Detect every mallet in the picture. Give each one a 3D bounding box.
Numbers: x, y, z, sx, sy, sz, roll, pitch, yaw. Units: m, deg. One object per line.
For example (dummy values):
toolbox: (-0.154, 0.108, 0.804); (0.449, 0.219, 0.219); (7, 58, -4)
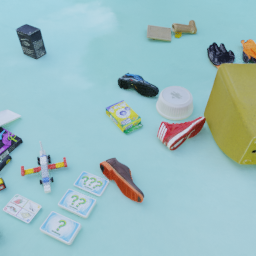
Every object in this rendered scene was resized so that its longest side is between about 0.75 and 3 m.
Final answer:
mallet: (-4.175, 1.574, 8.017); (0.501, 0.801, 2.433); (13, 48, 12)

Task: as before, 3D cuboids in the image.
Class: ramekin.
ramekin: (1.780, -0.991, 10.529); (1.419, 0.661, 1.419); (-1, 47, 1)

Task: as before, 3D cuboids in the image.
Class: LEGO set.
LEGO set: (-2.331, 1.656, 8.037); (2.971, 0.729, 2.219); (19, 46, 17)

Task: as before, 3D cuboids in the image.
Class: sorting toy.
sorting toy: (1.889, -4.850, 14.509); (1.825, 0.244, 1.360); (8, 46, -2)

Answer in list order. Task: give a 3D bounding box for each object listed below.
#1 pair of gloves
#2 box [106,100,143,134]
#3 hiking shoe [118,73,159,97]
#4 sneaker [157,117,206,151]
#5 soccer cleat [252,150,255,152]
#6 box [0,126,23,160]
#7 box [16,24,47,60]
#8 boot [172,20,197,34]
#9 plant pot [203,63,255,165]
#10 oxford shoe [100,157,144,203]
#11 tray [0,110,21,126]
pair of gloves: (5.081, -3.294, 12.962); (2.661, 0.329, 2.370); (-6, 48, -1)
box: (-0.132, -0.394, 10.203); (0.819, 0.337, 1.395); (-27, 54, -23)
hiking shoe: (0.493, -1.838, 11.322); (1.818, 0.676, 0.788); (23, 52, 20)
sneaker: (1.769, -0.085, 9.661); (1.829, 0.716, 1.056); (-30, 55, -27)
soccer cleat: (3.640, -0.271, 9.385); (1.086, 0.970, 2.799); (-4, 45, -4)
box: (-4.393, 0.443, 9.464); (1.345, 0.243, 0.962); (23, 50, 23)
box: (-4.446, -3.979, 12.922); (0.955, 1.291, 0.673); (27, 52, 23)
boot: (2.920, -5.388, 14.739); (1.263, 0.418, 1.106); (2, 46, -10)
plant pot: (4.048, -0.263, 8.730); (2.466, 2.450, 2.523); (-1, 51, -1)
oxford shoe: (-0.071, 1.454, 8.265); (0.648, 0.636, 1.788); (-29, 53, -31)
tray: (-4.605, -0.245, 9.922); (0.782, 0.162, 1.456); (21, 32, 23)
